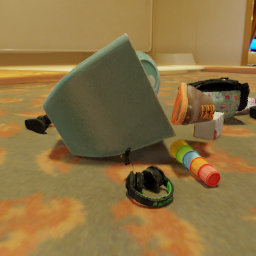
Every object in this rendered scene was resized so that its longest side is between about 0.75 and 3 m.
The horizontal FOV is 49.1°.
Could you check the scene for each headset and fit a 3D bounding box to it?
[{"bbox_3d":[0.327,0.989,5.747,0.904,0.688,1.464,-9,29,-31],"label":"headset"}]

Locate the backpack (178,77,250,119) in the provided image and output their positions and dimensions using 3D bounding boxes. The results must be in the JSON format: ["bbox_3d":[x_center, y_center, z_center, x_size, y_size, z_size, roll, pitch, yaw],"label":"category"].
[{"bbox_3d":[3.318,-1.181,11.430,2.573,1.629,2.148,-6,11,-2],"label":"backpack"}]

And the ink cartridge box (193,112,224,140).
[{"bbox_3d":[2.748,-0.110,9.487,0.720,0.723,0.995,10,19,32],"label":"ink cartridge box"}]

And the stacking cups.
[{"bbox_3d":[1.587,0.860,6.737,0.531,0.531,1.754,-4,22,-15],"label":"stacking cups"}]

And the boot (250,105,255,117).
[{"bbox_3d":[6.271,-0.523,11.200,1.826,0.727,2.215,5,7,-13],"label":"boot"}]

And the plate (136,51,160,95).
[{"bbox_3d":[0.667,-2.118,11.758,2.247,2.247,0.287,-14,5,-40],"label":"plate"}]

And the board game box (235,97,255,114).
[{"bbox_3d":[4.735,-1.245,13.330,2.324,0.301,2.325,-18,22,-18],"label":"board game box"}]

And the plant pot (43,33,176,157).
[{"bbox_3d":[-0.691,-0.723,8.015,2.835,2.783,2.776,-27,17,6],"label":"plant pot"}]

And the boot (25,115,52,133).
[{"bbox_3d":[-3.057,-0.206,10.245,1.301,0.489,0.973,14,21,42],"label":"boot"}]

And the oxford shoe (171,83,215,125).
[{"bbox_3d":[1.781,-0.593,7.300,1.048,1.025,2.876,17,18,12],"label":"oxford shoe"}]
